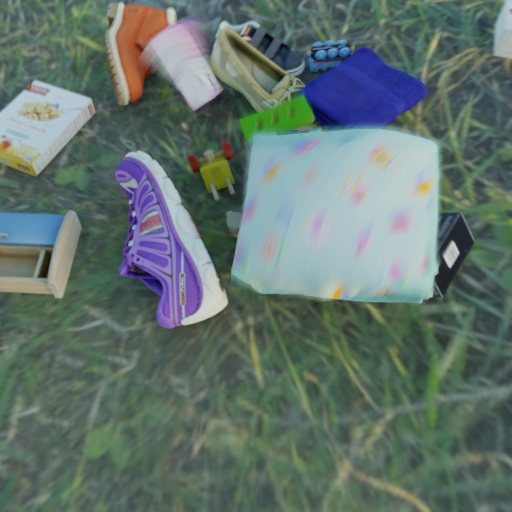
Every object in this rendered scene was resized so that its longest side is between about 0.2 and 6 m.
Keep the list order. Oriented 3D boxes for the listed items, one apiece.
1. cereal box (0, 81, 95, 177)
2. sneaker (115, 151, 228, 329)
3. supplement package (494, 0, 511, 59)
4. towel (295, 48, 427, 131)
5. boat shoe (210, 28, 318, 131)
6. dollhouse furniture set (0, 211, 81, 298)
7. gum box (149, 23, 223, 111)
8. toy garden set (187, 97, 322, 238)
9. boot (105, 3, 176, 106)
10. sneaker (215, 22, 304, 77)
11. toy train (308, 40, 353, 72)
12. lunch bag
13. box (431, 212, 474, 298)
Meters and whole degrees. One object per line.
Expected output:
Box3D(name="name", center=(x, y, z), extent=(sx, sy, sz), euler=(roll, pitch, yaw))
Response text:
Box3D(name="cereal box", center=(-4.074, -2.401, 10.344), extent=(1.349, 0.371, 1.875), euler=(21, 59, 13))
Box3D(name="sneaker", center=(-1.588, -0.321, 8.487), extent=(1.305, 1.261, 3.128), euler=(-25, 60, -9))
Box3D(name="supplement package", center=(5.450, -4.756, 11.752), extent=(0.670, 0.662, 1.105), euler=(12, 57, 8))
Box3D(name="towel", center=(1.963, -2.951, 10.498), extent=(1.643, 0.551, 2.225), euler=(40, 58, 17))
Box3D(name="boat shoe", center=(0.213, -3.261, 10.437), extent=(2.422, 0.762, 0.883), euler=(40, 62, 5))
Box3D(name="dollhouse furniture set", center=(-3.939, -0.392, 7.407), extent=(1.985, 3.041, 2.871), euler=(2, 56, 2))
Box3D(name="gum box", center=(-1.266, -3.471, 10.182), extent=(0.488, 1.476, 0.838), euler=(-27, 19, 20))
Box3D(name="toy garden set", center=(0.279, -1.105, 9.348), extent=(2.280, 0.546, 2.735), euler=(-21, 66, -2))
Box3D(name="boot", center=(-2.195, -4.082, 11.125), extent=(1.514, 1.059, 2.824), euler=(-1, 55, -7))
Box3D(name="sneaker", center=(0.054, -4.188, 11.333), extent=(1.907, 0.757, 0.748), euler=(16, 56, 9))
Box3D(name="toy train", center=(1.500, -4.050, 11.360), extent=(0.923, 0.527, 0.400), euler=(-8, 56, -5))
Box3D(name="lunch bag", center=(1.192, -0.516, 7.761), extent=(2.592, 1.581, 2.208), euler=(3, 75, 19))
Box3D(name="box", center=(2.432, -0.034, 8.312), extent=(1.075, 0.614, 1.180), euler=(3, 46, 50))
